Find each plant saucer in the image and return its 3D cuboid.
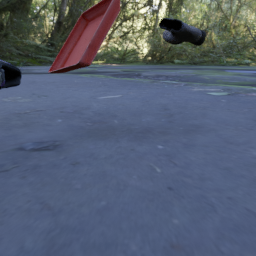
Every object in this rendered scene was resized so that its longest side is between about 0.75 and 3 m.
[{"bbox_3d":[-1.387,-2.899,9.134,0.489,2.661,2.666,34,-14,-32],"label":"plant saucer"}]

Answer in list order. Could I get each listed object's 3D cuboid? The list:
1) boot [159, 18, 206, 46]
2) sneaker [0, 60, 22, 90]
[{"bbox_3d":[1.260,-2.743,7.759,1.097,0.582,1.667,11,9,-35],"label":"boot"},{"bbox_3d":[-3.226,-1.174,5.769,1.135,0.982,2.593,11,16,12],"label":"sneaker"}]
